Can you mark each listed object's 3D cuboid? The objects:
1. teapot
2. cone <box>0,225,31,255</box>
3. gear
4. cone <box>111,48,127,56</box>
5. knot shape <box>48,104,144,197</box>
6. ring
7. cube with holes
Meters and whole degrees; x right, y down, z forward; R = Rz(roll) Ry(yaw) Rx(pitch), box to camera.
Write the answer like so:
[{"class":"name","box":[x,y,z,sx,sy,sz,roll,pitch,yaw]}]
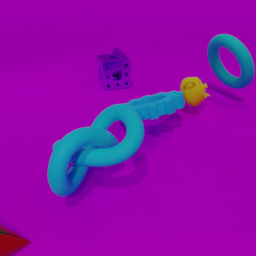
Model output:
[{"class":"teapot","box":[1.868,-1.021,7.683,0.651,0.827,1.330,-23,-25,27]},{"class":"cone","box":[-1.889,1.602,3.880,1.109,1.105,1.105,15,18,-37]},{"class":"gear","box":[0.550,-0.548,7.001,1.681,0.311,1.681,-14,14,4]},{"class":"cone","box":[-0.571,-2.504,11.082,0.919,0.919,0.922,27,65,38]},{"class":"knot shape","box":[-0.687,0.372,5.038,1.890,0.873,1.768,-36,6,-21]},{"class":"ring","box":[3.000,-1.940,8.289,0.349,1.747,1.747,-32,38,-9]},{"class":"cube with holes","box":[-0.494,-1.950,9.593,0.946,0.946,0.946,-10,32,-14]}]
